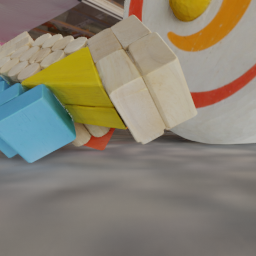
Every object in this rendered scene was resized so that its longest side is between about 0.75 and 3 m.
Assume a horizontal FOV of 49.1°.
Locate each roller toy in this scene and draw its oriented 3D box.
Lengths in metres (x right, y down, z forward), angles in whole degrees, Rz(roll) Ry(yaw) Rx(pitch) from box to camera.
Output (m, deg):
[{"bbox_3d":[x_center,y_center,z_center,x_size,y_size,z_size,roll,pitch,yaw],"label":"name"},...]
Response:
[{"bbox_3d":[1.018,-0.949,2.289,1.639,2.139,2.345,-1,1,-35],"label":"roller toy"}]

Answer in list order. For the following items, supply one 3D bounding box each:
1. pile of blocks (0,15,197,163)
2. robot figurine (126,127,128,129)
[{"bbox_3d":[-0.579,-0.083,1.677,2.136,0.877,0.664,13,-33,41],"label":"pile of blocks"},{"bbox_3d":[0.254,-0.792,4.972,0.561,1.929,1.398,34,9,-20],"label":"robot figurine"}]
